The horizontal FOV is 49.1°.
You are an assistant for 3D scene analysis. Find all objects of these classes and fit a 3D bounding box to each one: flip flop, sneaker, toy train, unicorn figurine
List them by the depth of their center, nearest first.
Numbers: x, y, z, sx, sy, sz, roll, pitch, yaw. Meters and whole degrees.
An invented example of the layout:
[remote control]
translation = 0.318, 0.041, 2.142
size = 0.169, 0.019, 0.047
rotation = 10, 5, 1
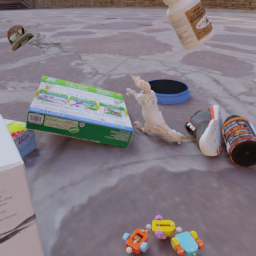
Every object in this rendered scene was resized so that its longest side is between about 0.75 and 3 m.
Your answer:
[toy train]
translation = 0.644, 2.137, 5.060
size = 1.362, 0.379, 1.023
rotation = 13, 32, 29
[sneaker]
translation = 2.210, 0.110, 8.400
size = 1.068, 1.005, 2.608
rotation = -7, 18, 25
[flip flop]
translation = -3.383, -2.859, 8.547
size = 0.769, 0.546, 1.896
rotation = -38, 37, -2
[unicorn figurine]
translation = 0.772, -0.397, 8.623
size = 0.911, 2.466, 1.694
rotation = -43, 30, -13

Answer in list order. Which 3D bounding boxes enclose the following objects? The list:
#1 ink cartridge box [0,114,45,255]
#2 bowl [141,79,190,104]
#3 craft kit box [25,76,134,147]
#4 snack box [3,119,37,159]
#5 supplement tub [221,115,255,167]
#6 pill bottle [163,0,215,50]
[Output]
[ink cartridge box]
translation = -2.154, 1.240, 4.509
size = 1.012, 2.418, 1.754
rotation = -16, 33, -27
[bowl]
translation = 1.577, -1.582, 11.800
size = 2.063, 0.405, 2.063
rotation = 0, 29, 0
[craft kit box]
translation = -1.486, -0.627, 8.985
size = 2.961, 0.718, 2.925
rotation = 12, 29, -14
[snack box]
translation = -4.151, 0.481, 7.563
size = 2.476, 0.838, 2.088
rotation = 9, 30, 15
[supplement tub]
translation = 3.155, 0.271, 7.884
size = 0.917, 0.917, 1.714
rotation = 3, 28, 5
[pill bottle]
translation = 1.752, -3.378, 8.371
size = 1.043, 1.825, 1.043
rotation = -29, 23, 13
